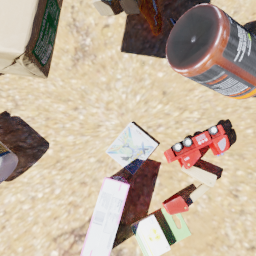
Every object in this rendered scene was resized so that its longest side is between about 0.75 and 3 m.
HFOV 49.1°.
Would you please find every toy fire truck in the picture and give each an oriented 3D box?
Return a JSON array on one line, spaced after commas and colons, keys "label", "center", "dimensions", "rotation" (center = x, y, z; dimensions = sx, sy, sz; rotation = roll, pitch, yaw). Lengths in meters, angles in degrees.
[{"label": "toy fire truck", "center": [1.889, 1.153, 7.870], "dimensions": [2.494, 0.608, 1.759], "rotation": [-25, 81, -5]}]

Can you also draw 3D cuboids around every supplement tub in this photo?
[{"label": "supplement tub", "center": [2.099, -1.388, 5.842], "dimensions": [2.563, 1.371, 1.371], "rotation": [15, 78, -37]}, {"label": "supplement tub", "center": [-4.064, 0.724, 7.618], "dimensions": [1.750, 1.266, 1.266], "rotation": [40, 83, 7]}]

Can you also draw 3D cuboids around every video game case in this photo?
[{"label": "video game case", "center": [0.114, 0.592, 8.219], "dimensions": [1.064, 0.128, 1.167], "rotation": [39, 83, 6]}]

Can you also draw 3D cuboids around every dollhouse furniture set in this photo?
[{"label": "dollhouse furniture set", "center": [0.116, -4.746, 7.925], "dimensions": [2.634, 1.750, 2.308], "rotation": [1, 88, 13]}]

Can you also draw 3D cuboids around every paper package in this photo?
[{"label": "paper package", "center": [-2.127, -2.074, 4.400], "dimensions": [2.062, 1.119, 2.163], "rotation": [9, 81, 4]}]

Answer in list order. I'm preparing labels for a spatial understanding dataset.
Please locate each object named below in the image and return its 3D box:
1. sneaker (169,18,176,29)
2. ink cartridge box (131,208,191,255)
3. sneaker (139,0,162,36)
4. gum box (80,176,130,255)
[{"label": "sneaker", "center": [1.652, -3.180, 8.783], "dimensions": [0.431, 0.278, 0.794], "rotation": [-35, 89, -1]}, {"label": "ink cartridge box", "center": [0.923, 2.849, 7.746], "dimensions": [1.415, 0.339, 1.029], "rotation": [-26, 81, -3]}, {"label": "sneaker", "center": [0.695, -3.607, 8.810], "dimensions": [0.613, 0.580, 1.588], "rotation": [-15, 78, 22]}, {"label": "gum box", "center": [-0.529, 2.280, 7.389], "dimensions": [0.692, 1.187, 2.092], "rotation": [17, 81, 3]}]
